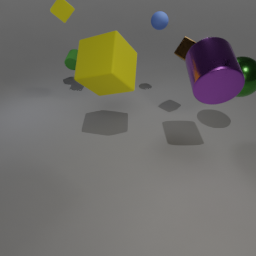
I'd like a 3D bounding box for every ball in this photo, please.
[{"bbox_3d":[1.267,-4.292,11.212,0.700,0.700,0.700,0,33,0],"label":"ball"},{"bbox_3d":[3.932,-1.778,9.767,1.400,1.400,1.400,0,33,0],"label":"ball"}]

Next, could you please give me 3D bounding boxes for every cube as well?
[{"bbox_3d":[-0.663,-1.976,8.884,1.400,1.400,1.400,-4,73,28],"label":"cube"},{"bbox_3d":[-2.706,-4.875,11.514,0.700,0.700,0.700,33,15,-30],"label":"cube"},{"bbox_3d":[2.228,-2.741,10.111,0.700,0.700,0.700,41,16,26],"label":"cube"}]

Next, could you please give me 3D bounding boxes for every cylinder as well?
[{"bbox_3d":[2.461,-1.639,8.087,1.400,1.400,1.400,-1,51,-1],"label":"cylinder"},{"bbox_3d":[-2.511,-3.172,12.999,0.700,0.700,0.700,6,51,9],"label":"cylinder"}]
